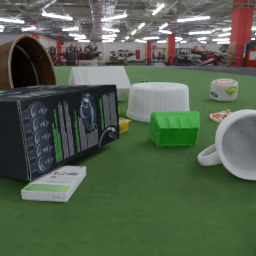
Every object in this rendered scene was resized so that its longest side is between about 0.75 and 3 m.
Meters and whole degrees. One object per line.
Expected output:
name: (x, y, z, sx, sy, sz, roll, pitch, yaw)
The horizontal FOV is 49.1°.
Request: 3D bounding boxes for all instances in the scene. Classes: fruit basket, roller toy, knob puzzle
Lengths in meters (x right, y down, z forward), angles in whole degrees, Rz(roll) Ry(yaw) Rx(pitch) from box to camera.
fruit basket: (1.161, -0.052, 7.223, 1.326, 0.956, 1.326, 1, 33, -1)
roller toy: (4.557, -1.774, 13.302, 1.196, 0.916, 1.311, 9, 28, 25)
knob puzzle: (3.527, -0.395, 9.515, 1.778, 0.247, 1.778, 0, 16, 0)

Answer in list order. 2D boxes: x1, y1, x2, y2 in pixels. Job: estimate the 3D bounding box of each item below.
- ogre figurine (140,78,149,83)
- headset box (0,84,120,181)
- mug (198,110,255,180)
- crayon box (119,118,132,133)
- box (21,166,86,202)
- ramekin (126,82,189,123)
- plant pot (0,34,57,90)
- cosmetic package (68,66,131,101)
ogre figurine: (0.882, -1.776, 13.498, 1.156, 0.946, 1.928, 33, 47, 32)
headset box: (-2.057, -0.128, 6.012, 2.601, 1.386, 2.987, 4, 14, 29)
mug: (2.132, 0.313, 5.513, 1.614, 1.191, 1.415, -28, 2, 16)
crayon box: (-0.483, -0.038, 8.113, 0.706, 0.290, 1.123, 12, 20, 36)
box: (-1.220, 0.920, 4.790, 0.748, 0.188, 1.036, 1, 14, 9)
ramekin: (1.092, -0.985, 10.017, 2.304, 1.123, 2.304, 0, 15, 0)
plant pot: (-4.155, -1.393, 9.124, 2.738, 2.765, 2.765, -5, 14, 14)
cosmetic package: (-1.284, -1.976, 12.713, 2.515, 1.353, 1.067, -5, -28, -24)
